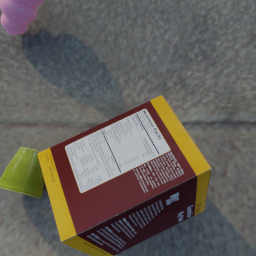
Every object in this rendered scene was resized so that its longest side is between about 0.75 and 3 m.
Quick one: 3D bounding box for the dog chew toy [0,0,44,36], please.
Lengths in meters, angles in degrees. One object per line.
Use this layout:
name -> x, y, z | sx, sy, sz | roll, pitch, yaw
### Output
dog chew toy -> -3.215, -3.729, 8.348 | 1.247, 1.247, 2.003 | 33, 117, 5

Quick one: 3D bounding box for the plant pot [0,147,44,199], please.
plant pot -> -2.834, 1.223, 7.849 | 1.254, 1.254, 1.207 | 15, 72, 2

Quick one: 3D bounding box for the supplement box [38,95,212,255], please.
supplement box -> 0.075, 1.358, 6.640 | 2.987, 2.946, 1.983 | -25, 57, -3
